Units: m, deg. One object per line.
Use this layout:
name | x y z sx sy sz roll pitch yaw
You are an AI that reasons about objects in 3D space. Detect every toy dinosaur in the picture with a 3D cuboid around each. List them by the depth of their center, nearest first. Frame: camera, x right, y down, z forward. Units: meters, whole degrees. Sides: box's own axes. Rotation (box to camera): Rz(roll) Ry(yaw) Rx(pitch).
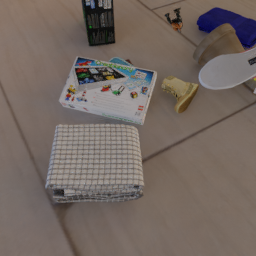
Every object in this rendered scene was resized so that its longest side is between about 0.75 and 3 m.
toy dinosaur | 1.469 -3.208 8.470 0.521 0.693 1.021 -22 15 8

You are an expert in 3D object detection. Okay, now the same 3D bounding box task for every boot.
boot | 1.688 -1.249 10.004 1.228 0.575 1.580 26 54 19

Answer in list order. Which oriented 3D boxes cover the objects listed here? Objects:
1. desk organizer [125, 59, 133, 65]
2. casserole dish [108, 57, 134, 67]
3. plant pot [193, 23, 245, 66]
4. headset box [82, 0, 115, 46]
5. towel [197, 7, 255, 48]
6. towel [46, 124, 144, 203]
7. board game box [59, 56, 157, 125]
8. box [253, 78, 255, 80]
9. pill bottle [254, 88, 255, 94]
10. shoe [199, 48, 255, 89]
desk organizer | -0.389 -2.305 10.981 1.138 0.408 0.438 -17 51 -14
casserole dish | -0.201 -1.959 10.450 1.977 0.384 1.198 38 77 19
plant pot | 3.656 -2.749 10.651 1.803 1.803 1.565 -30 72 -22
headset box | -1.372 -5.299 12.198 1.211 2.272 2.609 -8 51 -7
towel | 4.703 -4.573 12.727 2.735 0.678 2.020 34 52 25
towel | -0.884 1.006 7.892 2.522 1.079 2.088 -1 52 -3
board game box | -0.675 -1.353 9.760 2.995 0.518 1.890 14 71 11
box | 4.984 -2.001 10.163 1.109 0.457 1.890 8 20 7
pill bottle | 5.177 -1.230 9.907 1.258 0.705 0.705 28 56 21
shoe | 2.546 -1.322 6.396 2.053 0.934 0.733 -22 80 0
